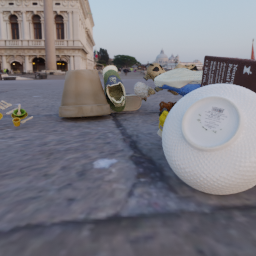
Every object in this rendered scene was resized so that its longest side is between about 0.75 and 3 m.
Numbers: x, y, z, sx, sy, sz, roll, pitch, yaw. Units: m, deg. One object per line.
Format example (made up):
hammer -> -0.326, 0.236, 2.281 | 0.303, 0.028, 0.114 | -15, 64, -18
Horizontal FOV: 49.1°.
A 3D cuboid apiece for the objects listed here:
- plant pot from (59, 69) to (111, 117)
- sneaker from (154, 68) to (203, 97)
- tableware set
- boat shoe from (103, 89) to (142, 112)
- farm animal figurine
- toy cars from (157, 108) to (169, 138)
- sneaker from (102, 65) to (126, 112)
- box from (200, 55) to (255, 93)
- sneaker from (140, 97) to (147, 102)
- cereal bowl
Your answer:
plant pot -> -1.410, -1.101, 8.910 | 1.648, 1.430, 1.648 | -3, 6, 0
sneaker -> 1.953, -0.935, 8.259 | 2.674, 1.487, 1.026 | 9, 38, 46
tableware set -> -3.256, -0.411, 7.375 | 1.318, 0.202, 0.888 | 26, 41, 22
boat shoe -> -0.633, -1.038, 10.491 | 2.338, 0.849, 0.733 | 2, 13, -31
farm animal figurine -> 1.446, -1.652, 9.764 | 1.997, 2.019, 1.053 | 29, -10, -10
toy cars -> 0.959, 0.238, 4.662 | 0.997, 0.492, 2.224 | 33, 10, -24
sneaker -> -0.407, -1.026, 9.134 | 0.658, 1.962, 0.881 | -16, 50, -3
box -> 2.376, -0.304, 4.518 | 1.107, 1.480, 2.955 | -2, 18, -22
sneaker -> 0.375, -1.167, 11.931 | 1.042, 0.394, 0.367 | -24, 3, -24
cereal bowl -> 1.076, 0.048, 3.490 | 1.469, 1.469, 0.612 | 7, -20, 32
